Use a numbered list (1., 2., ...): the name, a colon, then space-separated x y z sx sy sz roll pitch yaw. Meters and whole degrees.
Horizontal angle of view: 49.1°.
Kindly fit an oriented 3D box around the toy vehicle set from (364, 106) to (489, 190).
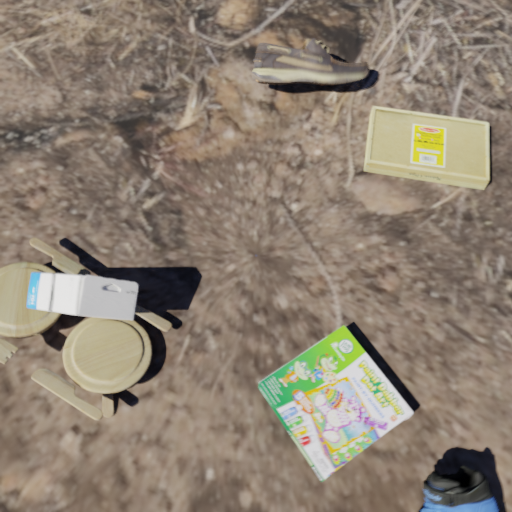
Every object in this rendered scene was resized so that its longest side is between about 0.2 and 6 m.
1. toy vehicle set: 3.294 -2.107 10.814 2.291 0.304 1.423 10 63 5

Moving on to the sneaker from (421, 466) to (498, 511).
1. sneaker: 2.299 3.473 7.439 1.934 0.742 1.076 -16 91 -12

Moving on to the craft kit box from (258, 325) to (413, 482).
1. craft kit box: 1.182 2.195 8.522 1.680 0.413 1.701 -30 67 -18

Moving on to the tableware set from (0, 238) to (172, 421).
1. tableware set: -3.053 1.207 8.937 2.998 0.601 1.982 30 54 9

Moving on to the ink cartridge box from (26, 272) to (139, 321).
1. ink cartridge box: -2.592 0.595 8.353 1.389 1.017 0.597 2 82 41

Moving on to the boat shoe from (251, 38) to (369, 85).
1. boat shoe: 1.118 -3.870 11.127 2.421 0.902 0.888 -4 105 -14
